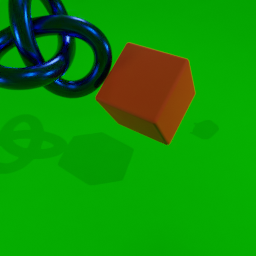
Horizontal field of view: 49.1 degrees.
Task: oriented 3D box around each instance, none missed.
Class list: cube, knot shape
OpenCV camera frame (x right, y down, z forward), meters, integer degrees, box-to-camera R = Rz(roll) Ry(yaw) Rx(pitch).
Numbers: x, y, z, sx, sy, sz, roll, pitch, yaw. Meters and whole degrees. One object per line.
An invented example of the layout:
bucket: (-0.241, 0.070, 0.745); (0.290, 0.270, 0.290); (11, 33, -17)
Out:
cube: (0.320, -0.503, 4.337); (1.027, 1.027, 1.027); (24, 79, 25)
knot shape: (-1.164, -1.309, 3.984); (1.814, 0.838, 1.697); (-4, 85, -29)
